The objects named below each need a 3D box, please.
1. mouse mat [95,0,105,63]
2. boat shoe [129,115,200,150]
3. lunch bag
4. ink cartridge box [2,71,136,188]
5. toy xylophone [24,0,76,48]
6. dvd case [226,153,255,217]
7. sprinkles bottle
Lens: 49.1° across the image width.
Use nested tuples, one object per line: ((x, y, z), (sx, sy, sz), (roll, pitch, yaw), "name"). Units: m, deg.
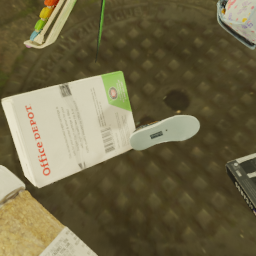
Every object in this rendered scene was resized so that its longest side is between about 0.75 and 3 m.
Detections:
((-0.580, -2.786, 6.522), (0.078, 2.083, 1.676), (7, 45, -6), "mouse mat")
((0.519, 0.025, 4.220), (1.047, 0.475, 0.370), (-16, 100, 5), "boat shoe")
((2.245, -1.920, 5.001), (1.057, 0.793, 1.247), (23, 22, -23), "lunch bag")
((-0.934, -0.062, 4.856), (1.971, 0.828, 1.434), (-20, 104, -31), "ink cartridge box")
((-1.706, -2.572, 6.294), (0.483, 1.409, 1.924), (32, 104, -11), "toy xylophone")
((2.693, 0.680, 3.506), (2.306, 0.285, 1.733), (-18, 32, 3), "dvd case")
((-0.693, 1.601, 2.869), (2.737, 0.934, 0.934), (41, 73, 4), "sprinkles bottle")
